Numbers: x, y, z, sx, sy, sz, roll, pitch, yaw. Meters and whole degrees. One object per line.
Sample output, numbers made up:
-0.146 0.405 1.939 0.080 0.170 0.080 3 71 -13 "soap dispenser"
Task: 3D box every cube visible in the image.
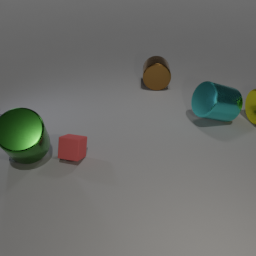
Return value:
-1.785 0.618 9.054 0.700 0.700 0.700 7 9 12 "cube"

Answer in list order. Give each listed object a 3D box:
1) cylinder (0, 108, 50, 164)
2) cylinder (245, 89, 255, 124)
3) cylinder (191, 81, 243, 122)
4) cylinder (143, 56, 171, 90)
-3.207 0.278 8.647 1.400 1.400 1.400 3 69 -7 "cylinder"
5.644 -0.882 11.088 1.400 1.400 1.400 -4 31 -7 "cylinder"
3.457 -1.012 10.959 1.400 1.400 1.400 8 25 -27 "cylinder"
1.463 -2.834 14.395 1.400 1.400 1.400 1 31 3 "cylinder"
